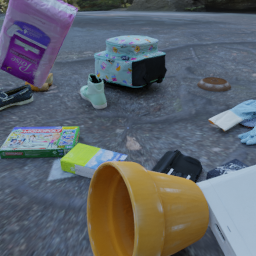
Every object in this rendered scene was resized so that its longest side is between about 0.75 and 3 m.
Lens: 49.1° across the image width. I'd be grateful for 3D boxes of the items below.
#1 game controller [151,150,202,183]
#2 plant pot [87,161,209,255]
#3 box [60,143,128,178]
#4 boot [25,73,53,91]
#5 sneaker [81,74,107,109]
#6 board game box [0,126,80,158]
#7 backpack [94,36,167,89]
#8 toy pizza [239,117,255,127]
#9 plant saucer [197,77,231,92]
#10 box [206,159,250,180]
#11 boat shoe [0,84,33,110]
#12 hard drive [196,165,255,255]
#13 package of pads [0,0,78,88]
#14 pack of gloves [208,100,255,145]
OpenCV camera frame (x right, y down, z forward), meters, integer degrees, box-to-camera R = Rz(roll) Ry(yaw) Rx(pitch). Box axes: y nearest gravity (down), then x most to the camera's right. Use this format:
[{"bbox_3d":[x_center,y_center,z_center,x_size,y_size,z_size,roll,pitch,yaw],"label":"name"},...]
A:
[{"bbox_3d":[1.054,1.158,6.600,1.026,0.414,1.967,28,37,18],"label":"game controller"},{"bbox_3d":[0.379,1.444,4.729,1.626,1.776,1.776,3,24,-29],"label":"plant pot"},{"bbox_3d":[-0.840,0.863,7.067,1.468,0.350,0.895,12,31,19],"label":"box"},{"bbox_3d":[-3.979,-2.096,12.490,1.070,0.526,1.494,3,33,-2],"label":"boot"},{"bbox_3d":[-1.361,-1.631,10.936,0.733,1.175,1.992,-15,30,-23],"label":"sneaker"},{"bbox_3d":[-2.460,0.381,8.068,1.976,0.288,1.330,-1,28,-2],"label":"board game box"},{"bbox_3d":[-0.055,-2.896,12.300,2.876,2.204,2.528,6,25,35],"label":"backpack"},{"bbox_3d":[4.067,-0.201,9.338,0.835,0.132,0.835,-1,28,1],"label":"toy pizza"},{"bbox_3d":[3.903,-2.018,12.654,1.500,0.274,1.500,0,29,0],"label":"plant saucer"},{"bbox_3d":[2.414,1.271,6.075,0.974,0.557,1.070,-18,33,-29],"label":"box"},{"bbox_3d":[-4.643,-1.116,10.469,2.231,0.690,0.835,-19,33,-32],"label":"boat shoe"},{"bbox_3d":[2.731,1.497,5.113,2.684,0.353,1.770,-12,58,-20],"label":"hard drive"},{"bbox_3d":[-2.310,-2.208,6.810,1.395,2.315,0.876,26,42,-17],"label":"package of pads"},{"bbox_3d":[4.018,-0.125,8.930,2.170,0.428,1.823,-25,40,-17],"label":"pack of gloves"}]
